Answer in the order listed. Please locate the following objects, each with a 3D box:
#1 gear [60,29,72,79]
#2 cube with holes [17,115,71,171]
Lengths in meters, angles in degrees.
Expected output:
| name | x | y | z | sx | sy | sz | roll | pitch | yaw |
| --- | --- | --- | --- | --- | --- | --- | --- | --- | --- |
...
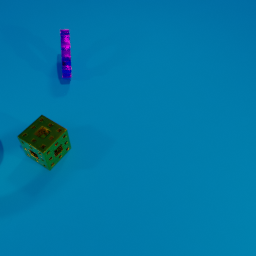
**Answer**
| name | x | y | z | sx | sy | sz | roll | pitch | yaw |
| --- | --- | --- | --- | --- | --- | --- | --- | --- | --- |
| gear | -1.733 | -2.038 | 7.818 | 0.246 | 1.333 | 1.333 | -3 | 51 | -12 |
| cube with holes | -1.847 | 0.330 | 6.298 | 0.752 | 0.752 | 0.752 | 29 | 57 | 18 |
